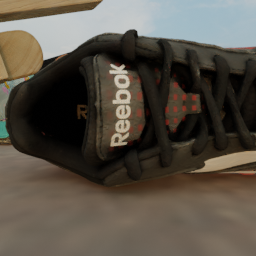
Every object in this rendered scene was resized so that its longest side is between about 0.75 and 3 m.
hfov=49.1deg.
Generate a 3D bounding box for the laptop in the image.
[{"bbox_3d":[-2.618,-1.653,8.460,1.790,1.038,1.676,14,33,40],"label":"laptop"}]

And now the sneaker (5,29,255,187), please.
[{"bbox_3d":[0.255,-0.068,1.195,1.744,0.616,0.852,-2,1,17],"label":"sneaker"}]

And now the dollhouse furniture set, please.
[{"bbox_3d":[-0.549,-1.216,3.345,2.467,2.595,2.114,-20,12,-27],"label":"dollhouse furniture set"}]

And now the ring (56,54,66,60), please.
[{"bbox_3d":[-0.797,-0.729,5.806,1.859,1.859,0.178,1,43,28],"label":"ring"}]

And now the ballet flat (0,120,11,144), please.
[{"bbox_3d":[-1.591,0.052,3.012,0.958,0.325,0.361,5,-20,4],"label":"ballet flat"}]

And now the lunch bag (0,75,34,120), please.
[{"bbox_3d":[-3.334,-0.727,4.830,2.374,1.699,2.787,1,-3,8],"label":"lunch bag"}]
